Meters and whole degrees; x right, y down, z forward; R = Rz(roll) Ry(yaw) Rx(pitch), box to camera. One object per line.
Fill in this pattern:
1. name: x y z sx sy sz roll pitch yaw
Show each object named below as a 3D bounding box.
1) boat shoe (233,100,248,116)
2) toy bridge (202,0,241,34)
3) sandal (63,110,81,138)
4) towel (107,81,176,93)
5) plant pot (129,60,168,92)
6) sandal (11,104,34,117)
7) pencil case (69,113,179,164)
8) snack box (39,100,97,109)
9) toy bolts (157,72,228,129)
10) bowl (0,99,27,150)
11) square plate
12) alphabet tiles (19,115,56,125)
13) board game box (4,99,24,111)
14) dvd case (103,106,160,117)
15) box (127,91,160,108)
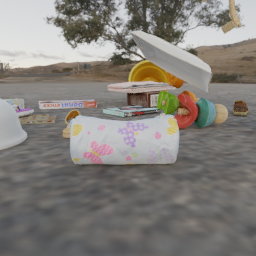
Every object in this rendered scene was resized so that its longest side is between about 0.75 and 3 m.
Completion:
1. boat shoe: 4.327 -0.804 10.722 0.563 0.528 1.564 4 12 21
2. toy bridge: 1.602 -2.553 5.150 0.230 1.687 0.567 -45 10 -34
3. sandal: -1.384 -0.194 7.462 0.640 0.575 1.747 0 11 -2
4. towel: 0.607 -1.969 13.260 2.486 0.401 2.374 -8 13 -27
5. plant pot: 1.175 -2.393 15.360 2.155 2.155 2.028 1 -3 5
6. sandal: -4.190 -0.580 9.418 0.884 0.534 2.173 5 13 42
7. pencil case: -0.061 0.201 4.742 1.850 0.839 0.769 -2 22 -3
8. snack box: -2.713 -1.073 12.678 2.499 0.304 0.899 -4 12 -19
9. toy bolts: 2.042 -0.939 8.430 1.518 2.090 2.188 4 28 -15
10. bowl: -3.702 -0.263 6.192 2.714 1.220 2.714 -1 11 0
11. square plate: 0.663 -0.926 3.919 1.161 0.165 1.150 31 3 14
12. alphabet tiles: -3.150 -0.290 9.329 1.446 0.065 1.729 -3 11 -12
13. board game box: -4.558 -0.800 10.611 0.550 0.560 1.069 6 12 33
14. dvd case: 0.152 -0.660 10.865 1.830 0.201 1.336 -10 15 -37
15. box: 0.828 -1.368 13.075 1.015 0.759 2.026 -8 15 -25
